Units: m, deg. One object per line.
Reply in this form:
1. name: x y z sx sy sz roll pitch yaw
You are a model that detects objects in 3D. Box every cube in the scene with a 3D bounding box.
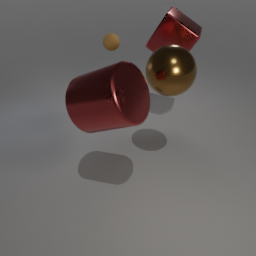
1. cube: 1.698 -3.329 10.247 1.400 1.400 1.400 34 35 -5

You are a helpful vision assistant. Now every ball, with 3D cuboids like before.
1. ball: 1.181 -1.572 7.722 1.400 1.400 1.400 0 32 0
2. ball: -0.685 -3.545 11.577 0.700 0.700 0.700 0 32 0

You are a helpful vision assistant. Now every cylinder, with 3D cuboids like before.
1. cylinder: -0.438 -0.653 6.328 1.400 1.400 1.400 -9 23 36
